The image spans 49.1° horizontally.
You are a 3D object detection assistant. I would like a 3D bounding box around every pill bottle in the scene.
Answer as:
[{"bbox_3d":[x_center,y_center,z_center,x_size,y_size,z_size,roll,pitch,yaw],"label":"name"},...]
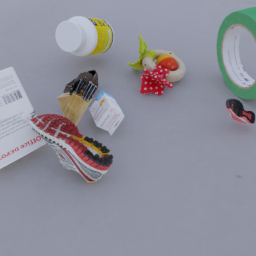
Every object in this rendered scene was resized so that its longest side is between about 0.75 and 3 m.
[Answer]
[{"bbox_3d":[-1.673,-3.606,11.068,1.471,1.471,2.643,14,22,16],"label":"pill bottle"}]

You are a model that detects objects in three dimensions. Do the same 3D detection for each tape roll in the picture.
[{"bbox_3d":[4.043,-2.456,9.426,0.707,2.943,2.943,-17,43,-9],"label":"tape roll"}]

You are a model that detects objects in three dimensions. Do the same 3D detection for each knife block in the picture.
[{"bbox_3d":[-1.332,-0.719,8.172,1.275,1.453,0.465,-6,22,19],"label":"knife block"}]

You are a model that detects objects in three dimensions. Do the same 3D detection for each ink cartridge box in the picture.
[{"bbox_3d":[-0.674,-0.474,8.586,0.460,0.781,1.356,24,20,-33],"label":"ink cartridge box"},{"bbox_3d":[-3.383,-0.259,7.387,1.609,2.212,0.929,-32,21,-32],"label":"ink cartridge box"}]

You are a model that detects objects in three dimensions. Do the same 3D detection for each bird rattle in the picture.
[{"bbox_3d":[1.231,-2.391,10.625,2.149,1.485,2.636,-9,43,-23],"label":"bird rattle"}]

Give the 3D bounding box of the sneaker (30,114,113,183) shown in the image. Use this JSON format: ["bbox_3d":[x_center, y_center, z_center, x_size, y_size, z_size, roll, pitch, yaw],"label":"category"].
[{"bbox_3d":[-1.588,0.518,7.123,2.432,0.999,0.947,37,32,12],"label":"sneaker"}]

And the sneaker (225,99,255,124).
[{"bbox_3d":[3.256,-0.430,8.449,0.566,1.305,0.481,-10,57,55],"label":"sneaker"}]

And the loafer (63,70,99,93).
[{"bbox_3d":[-1.609,-1.612,9.680,0.716,0.696,1.960,14,26,11],"label":"loafer"}]
